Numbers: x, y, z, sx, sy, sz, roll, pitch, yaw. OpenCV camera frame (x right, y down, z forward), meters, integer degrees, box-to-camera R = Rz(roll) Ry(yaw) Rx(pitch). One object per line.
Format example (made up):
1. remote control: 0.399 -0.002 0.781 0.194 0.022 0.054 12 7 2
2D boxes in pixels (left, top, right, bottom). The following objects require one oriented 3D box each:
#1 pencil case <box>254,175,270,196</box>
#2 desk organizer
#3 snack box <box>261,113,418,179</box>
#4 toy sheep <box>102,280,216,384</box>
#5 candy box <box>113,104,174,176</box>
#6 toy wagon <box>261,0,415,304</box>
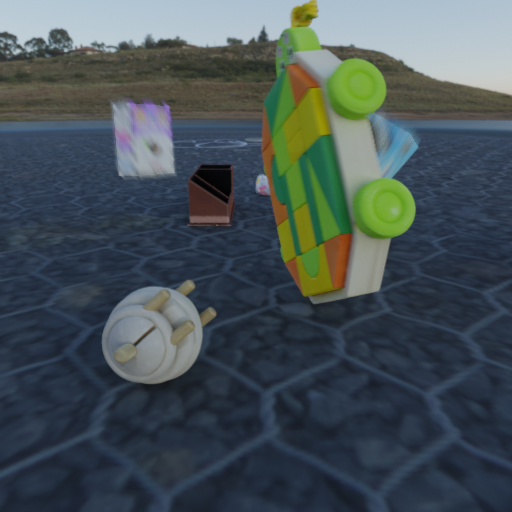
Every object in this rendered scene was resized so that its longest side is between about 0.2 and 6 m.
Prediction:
1. pencil case: 0.631 -1.989 15.939 1.296 0.588 0.539 8 12 23
2. desk organizer: -1.044 -1.528 13.552 0.975 1.047 2.720 0 16 0
3. snack box: 1.298 -1.883 9.375 0.460 1.440 2.479 33 9 -49
4. toy sheep: -1.034 0.795 5.726 1.084 1.084 1.572 5 2 15
5. candy box: -2.285 -2.365 11.483 0.503 1.405 1.178 4 12 33
6. toy wagon: 0.744 -1.382 7.416 0.783 3.959 3.072 -10 -6 -15
